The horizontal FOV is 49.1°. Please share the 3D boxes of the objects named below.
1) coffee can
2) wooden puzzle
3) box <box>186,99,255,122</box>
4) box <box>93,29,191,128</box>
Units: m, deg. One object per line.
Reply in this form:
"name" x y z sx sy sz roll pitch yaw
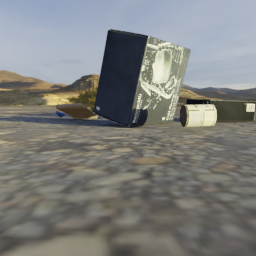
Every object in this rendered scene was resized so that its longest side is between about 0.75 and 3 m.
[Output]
"coffee can" 1.845 -0.327 7.416 0.801 0.586 0.586 -1 5 -7
"wooden puzzle" -2.222 -0.769 12.414 2.366 0.277 1.596 1 -18 15
"box" 3.747 -0.736 11.433 2.256 0.890 1.593 -1 9 -21
"box" 0.518 -1.616 9.495 1.707 2.754 2.707 23 18 36
